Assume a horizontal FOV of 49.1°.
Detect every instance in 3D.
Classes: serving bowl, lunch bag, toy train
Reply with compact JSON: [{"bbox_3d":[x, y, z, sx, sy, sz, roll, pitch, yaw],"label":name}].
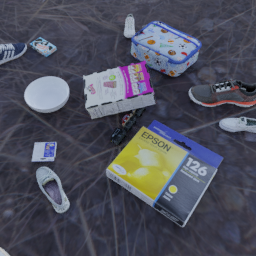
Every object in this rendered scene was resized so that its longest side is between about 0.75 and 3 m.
[{"bbox_3d":[-3.147,-1.242,11.091,1.718,0.565,1.718,0,56,0],"label":"serving bowl"},{"bbox_3d":[1.644,-3.639,12.456,2.874,1.086,2.303,36,61,21],"label":"lunch bag"},{"bbox_3d":[0.022,-0.250,10.548,0.505,0.376,2.207,19,56,28],"label":"toy train"}]

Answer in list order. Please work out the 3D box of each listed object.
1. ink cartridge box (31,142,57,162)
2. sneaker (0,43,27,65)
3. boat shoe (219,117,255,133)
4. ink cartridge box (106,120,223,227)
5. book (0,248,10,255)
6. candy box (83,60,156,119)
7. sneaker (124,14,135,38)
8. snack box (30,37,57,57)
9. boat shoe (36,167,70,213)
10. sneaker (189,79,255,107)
[{"bbox_3d":[-2.946,0.868,9.885,0.777,0.185,0.787,-1,57,-2],"label":"ink cartridge box"},{"bbox_3d":[-5.466,-3.526,12.364,1.939,1.052,0.679,-34,62,-21],"label":"sneaker"},{"bbox_3d":[4.245,-0.201,10.394,1.590,0.531,0.585,3,56,2],"label":"boat shoe"},{"bbox_3d":[1.321,1.200,9.372,2.931,0.697,2.966,30,62,19],"label":"ink cartridge box"},{"bbox_3d":[-3.747,4.803,6.896,1.987,0.715,2.974,33,63,18],"label":"book"},{"bbox_3d":[-0.367,-1.487,10.862,2.577,0.786,1.757,-12,55,4],"label":"candy box"},{"bbox_3d":[0.064,-4.982,13.570,0.562,0.717,1.442,-3,56,-2],"label":"sneaker"},{"bbox_3d":[-3.949,-3.784,13.057,1.116,0.207,0.648,34,62,21],"label":"snack box"},{"bbox_3d":[-2.438,1.886,8.938,0.647,0.563,1.756,-27,60,-17],"label":"boat shoe"},{"bbox_3d":[3.793,-1.545,10.960,2.730,1.118,1.052,1,55,1],"label":"sneaker"}]
